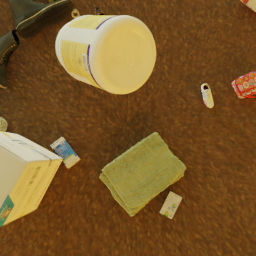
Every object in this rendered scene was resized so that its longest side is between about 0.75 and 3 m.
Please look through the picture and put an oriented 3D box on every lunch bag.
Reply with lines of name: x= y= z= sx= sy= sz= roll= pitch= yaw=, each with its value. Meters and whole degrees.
lunch bag: x=4.657 y=-1.595 z=10.801 sx=1.052 sy=0.431 sz=0.926 roll=-25 pitch=85 yaw=-4

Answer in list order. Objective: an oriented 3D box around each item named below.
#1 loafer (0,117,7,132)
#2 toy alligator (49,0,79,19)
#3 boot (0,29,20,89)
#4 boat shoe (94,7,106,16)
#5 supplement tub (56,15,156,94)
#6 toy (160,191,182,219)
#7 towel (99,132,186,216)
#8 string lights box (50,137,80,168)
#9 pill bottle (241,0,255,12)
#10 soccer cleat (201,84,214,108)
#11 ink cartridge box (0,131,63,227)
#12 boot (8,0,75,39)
loafer: x=-5.854 y=-0.176 z=10.254 sx=2.713 sy=0.926 sz=1.027 roll=7 pitch=80 yaw=1
toy alligator: x=-2.792 y=-5.338 z=11.426 sx=0.765 sy=0.554 sz=2.308 roll=-40 pitch=98 yaw=25
boot: x=-4.629 y=-2.654 z=10.619 sx=1.429 sy=0.800 sz=2.066 roll=-23 pitch=81 yaw=12
boat shoe: x=-1.064 y=-4.545 z=11.368 sx=0.355 sy=0.355 sz=1.010 roll=-30 pitch=80 yaw=-3
supplement tub: x=-0.780 y=-2.229 z=8.212 sx=2.034 sy=2.034 sz=2.798 roll=-52 pitch=40 yaw=-8
toy: x=1.533 y=2.769 z=10.082 sx=0.489 sy=0.201 sz=0.850 roll=28 pitch=81 yaw=2
towel: x=0.522 y=1.605 z=10.152 sx=2.726 sy=0.497 sz=2.022 roll=-38 pitch=81 yaw=-6
string lights box: x=-2.320 y=0.907 z=10.366 sx=0.546 sy=0.314 sz=1.064 roll=-38 pitch=82 yaw=-7
pill bottle: x=5.569 y=-4.961 z=11.037 sx=2.078 sy=1.138 sz=1.138 roll=43 pitch=82 yaw=7
soccer cleat: x=3.038 y=-1.243 z=10.716 sx=0.338 sy=0.418 sz=0.969 roll=-17 pitch=80 yaw=-3
ink cartridge box: x=-3.860 y=1.448 z=8.834 sx=2.118 sy=2.928 sz=2.155 roll=28 pitch=87 yaw=7
boot: x=-3.532 y=-4.906 z=11.108 sx=2.481 sy=0.961 sz=1.716 roll=-26 pitch=75 yaw=-1
